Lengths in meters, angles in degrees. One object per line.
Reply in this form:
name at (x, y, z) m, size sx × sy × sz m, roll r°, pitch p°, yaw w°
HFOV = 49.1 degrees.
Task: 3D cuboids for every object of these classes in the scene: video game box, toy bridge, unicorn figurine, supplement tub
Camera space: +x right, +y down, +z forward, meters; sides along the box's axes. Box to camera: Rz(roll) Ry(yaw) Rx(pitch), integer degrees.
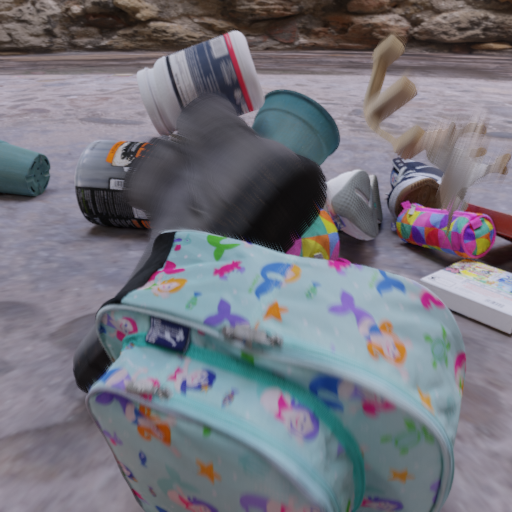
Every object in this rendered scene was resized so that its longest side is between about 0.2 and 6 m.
video game box at (2.931, 0.467, 7.160) m, size 1.155 × 0.297 × 1.267 m, roll -20°, pitch 31°, yaw -37°
toy bridge at (2.194, -2.559, 9.232) m, size 0.356 × 0.879 × 2.614 m, roll 26°, pitch 46°, yaw -32°
unicorn figurine at (1.828, -0.766, 4.998) m, size 0.747 × 1.088 × 0.402 m, roll -14°, pitch 34°, yaw 50°
supplement tub at (-0.867, -2.726, 9.025) m, size 1.789 × 1.256 × 1.256 m, roll -18°, pitch 24°, yaw 6°
supplement tub at (-1.637, -1.160, 9.355) m, size 2.376 × 1.456 × 1.456 m, roll 5°, pitch 25°, yaw 10°

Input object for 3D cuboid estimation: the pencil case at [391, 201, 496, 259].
pencil case at (2.749, -0.402, 8.333) m, size 0.704 × 0.704 × 1.592 m, roll -11°, pitch 16°, yaw -24°

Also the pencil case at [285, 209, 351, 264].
pencil case at (0.028, -0.014, 7.413) m, size 2.357 × 1.042 × 1.042 m, roll -11°, pitch 27°, yaw -21°

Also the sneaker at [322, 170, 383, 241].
sneaker at (1.338, -0.748, 8.874) m, size 1.173 × 1.030 × 2.928 m, roll -7°, pitch 3°, yaw 16°

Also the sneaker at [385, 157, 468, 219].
sneaker at (2.712, -1.214, 10.150) m, size 1.336 × 0.863 × 2.463 m, roll 27°, pitch 28°, yaw 37°

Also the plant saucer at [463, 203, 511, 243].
plant saucer at (3.965, -0.256, 8.020) m, size 1.616 × 0.297 × 1.613 m, roll 17°, pitch 9°, yaw -27°

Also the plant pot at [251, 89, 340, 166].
plant pot at (0.410, -1.788, 10.050) m, size 1.671 × 1.671 × 1.636 m, roll 16°, pitch 62°, yaw 31°

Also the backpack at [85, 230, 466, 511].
backpack at (0.177, 1.003, 3.838) m, size 2.350 × 2.086 × 1.769 m, roll 6°, pitch 42°, yaw 16°

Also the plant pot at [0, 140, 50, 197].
plant pot at (-4.804, -1.707, 11.110) m, size 1.133 × 1.157 × 1.157 m, roll 11°, pitch 26°, yaw 8°

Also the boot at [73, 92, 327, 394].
boot at (-0.905, -0.187, 5.911) m, size 3.132 × 1.093 × 2.062 m, roll -44°, pitch 50°, yaw -6°
